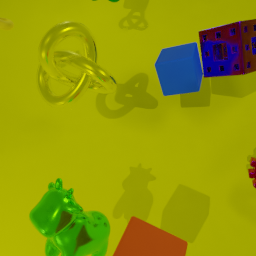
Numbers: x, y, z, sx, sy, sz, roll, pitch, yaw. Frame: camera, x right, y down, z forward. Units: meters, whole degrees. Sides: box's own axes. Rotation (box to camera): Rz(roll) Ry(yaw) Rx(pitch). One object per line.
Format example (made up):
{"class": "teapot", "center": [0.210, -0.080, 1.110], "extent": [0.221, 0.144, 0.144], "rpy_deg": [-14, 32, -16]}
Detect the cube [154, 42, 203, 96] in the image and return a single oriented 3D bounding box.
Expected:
{"class": "cube", "center": [1.270, -1.435, 6.859], "extent": [0.898, 0.898, 0.898], "rpy_deg": [-5, 36, 25]}

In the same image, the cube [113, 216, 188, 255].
{"class": "cube", "center": [0.226, 2.162, 4.256], "extent": [0.963, 0.963, 0.963], "rpy_deg": [23, 32, 10]}

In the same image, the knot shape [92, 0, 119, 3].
{"class": "knot shape", "center": [-0.711, -4.153, 8.293], "extent": [1.036, 0.512, 1.107], "rpy_deg": [-28, 82, 25]}

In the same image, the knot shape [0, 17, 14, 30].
{"class": "knot shape", "center": [-3.492, -2.596, 6.506], "extent": [1.374, 1.286, 0.635], "rpy_deg": [-5, 74, 3]}

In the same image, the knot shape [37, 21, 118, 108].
{"class": "knot shape", "center": [-1.209, -1.360, 6.033], "extent": [1.933, 1.809, 0.893], "rpy_deg": [-1, 41, 7]}

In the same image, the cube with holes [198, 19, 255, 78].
{"class": "cube with holes", "center": [2.596, -1.925, 6.805], "extent": [1.141, 1.141, 1.141], "rpy_deg": [-19, 106, -32]}

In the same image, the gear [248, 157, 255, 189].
{"class": "gear", "center": [3.532, 1.020, 6.569], "extent": [1.294, 1.294, 0.239], "rpy_deg": [23, 26, 9]}

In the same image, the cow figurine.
{"class": "cow figurine", "center": [-0.916, 1.680, 4.941], "extent": [0.924, 1.683, 1.656], "rpy_deg": [25, 104, 40]}
